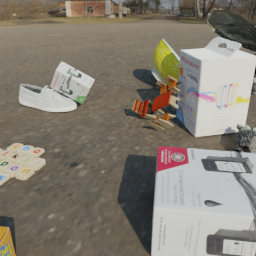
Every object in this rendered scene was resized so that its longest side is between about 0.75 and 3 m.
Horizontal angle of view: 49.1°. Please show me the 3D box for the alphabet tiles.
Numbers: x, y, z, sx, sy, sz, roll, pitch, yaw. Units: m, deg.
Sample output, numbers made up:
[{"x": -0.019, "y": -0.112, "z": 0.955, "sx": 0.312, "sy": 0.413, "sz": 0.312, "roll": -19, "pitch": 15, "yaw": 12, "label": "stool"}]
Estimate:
[{"x": -3.294, "y": 0.966, "z": 7.719, "sx": 1.890, "sy": 0.138, "sz": 1.849, "roll": 10, "pitch": 28, "yaw": 19, "label": "alphabet tiles"}]

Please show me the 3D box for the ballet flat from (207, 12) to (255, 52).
[{"x": 4.054, "y": -3.072, "z": 9.613, "sx": 2.992, "sy": 0.994, "sz": 0.850, "roll": 25, "pitch": -9, "yaw": 1, "label": "ballet flat"}]

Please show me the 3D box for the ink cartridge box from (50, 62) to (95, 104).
[{"x": -2.215, "y": -1.772, "z": 11.089, "sx": 1.462, "sy": 1.067, "sz": 0.614, "roll": 28, "pitch": 49, "yaw": -9, "label": "ink cartridge box"}]

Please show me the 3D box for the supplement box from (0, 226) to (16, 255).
[{"x": -3.165, "y": 2.078, "z": 4.650, "sx": 2.373, "sy": 0.790, "sz": 0.816, "roll": 5, "pitch": 24, "yaw": 8, "label": "supplement box"}]

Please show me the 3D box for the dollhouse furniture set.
[{"x": 0.954, "y": -0.822, "z": 9.742, "sx": 0.883, "sy": 1.714, "sz": 1.695, "roll": 23, "pitch": -22, "yaw": -23, "label": "dollhouse furniture set"}]

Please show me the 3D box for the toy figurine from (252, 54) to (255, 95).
[{"x": 5.673, "y": -2.788, "z": 13.706, "sx": 2.502, "sy": 1.741, "sz": 2.463, "roll": 9, "pitch": 27, "yaw": 17, "label": "toy figurine"}]

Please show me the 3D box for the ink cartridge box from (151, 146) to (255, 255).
[{"x": 1.976, "y": 1.433, "z": 5.468, "sx": 2.921, "sy": 1.218, "sz": 2.121, "roll": 3, "pitch": 26, "yaw": 6, "label": "ink cartridge box"}]

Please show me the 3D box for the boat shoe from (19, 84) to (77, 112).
[{"x": -3.322, "y": -1.298, "z": 11.507, "sx": 2.613, "sy": 0.895, "sz": 0.941, "roll": 14, "pitch": 27, "yaw": 22, "label": "boat shoe"}]

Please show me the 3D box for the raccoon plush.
[{"x": 3.293, "y": 0.362, "z": 8.344, "sx": 1.670, "sy": 0.808, "sz": 1.119, "roll": -10, "pitch": 19, "yaw": -19, "label": "raccoon plush"}]

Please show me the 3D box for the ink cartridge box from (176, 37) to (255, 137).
[{"x": 2.855, "y": -1.474, "z": 9.506, "sx": 1.837, "sy": 2.933, "sz": 1.885, "roll": -7, "pitch": 26, "yaw": -10, "label": "ink cartridge box"}]

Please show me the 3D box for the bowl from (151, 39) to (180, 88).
[{"x": 2.041, "y": -2.913, "z": 13.944, "sx": 1.450, "sy": 2.695, "sz": 2.695, "roll": -38, "pitch": 18, "yaw": 18, "label": "bowl"}]
